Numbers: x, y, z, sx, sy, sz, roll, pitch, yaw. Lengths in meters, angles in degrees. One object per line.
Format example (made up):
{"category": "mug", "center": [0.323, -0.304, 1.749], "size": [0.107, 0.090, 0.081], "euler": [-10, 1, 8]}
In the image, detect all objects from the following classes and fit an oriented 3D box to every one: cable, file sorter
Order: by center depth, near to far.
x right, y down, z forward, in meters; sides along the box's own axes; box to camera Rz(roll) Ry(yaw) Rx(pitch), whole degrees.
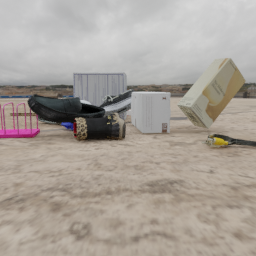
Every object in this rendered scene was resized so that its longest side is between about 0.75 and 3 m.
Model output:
{"category": "cable", "center": [2.738, 0.438, 7.507], "size": [1.520, 0.382, 0.738], "euler": [12, -9, -1]}
{"category": "file sorter", "center": [-3.946, -0.296, 9.311], "size": [1.740, 1.092, 1.210], "euler": [-1, 8, -8]}

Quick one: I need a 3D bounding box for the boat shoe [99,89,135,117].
{"category": "boat shoe", "center": [-0.716, -1.081, 12.764], "size": [2.626, 0.897, 0.970], "euler": [-26, -20, -13]}

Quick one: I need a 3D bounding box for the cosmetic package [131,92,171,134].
{"category": "cosmetic package", "center": [0.798, -0.689, 10.902], "size": [1.065, 1.462, 2.876], "euler": [-1, 7, -5]}

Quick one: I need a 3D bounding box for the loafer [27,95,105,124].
{"category": "loafer", "center": [-1.970, -0.663, 9.426], "size": [2.802, 0.984, 0.951], "euler": [16, 31, -44]}

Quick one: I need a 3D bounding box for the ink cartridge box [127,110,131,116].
{"category": "ink cartridge box", "center": [-0.133, -0.915, 16.569], "size": [0.555, 0.313, 0.757], "euler": [-4, 9, -25]}

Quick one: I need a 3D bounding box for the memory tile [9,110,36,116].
{"category": "memory tile", "center": [-5.533, -0.904, 16.881], "size": [2.598, 0.218, 1.992], "euler": [0, 8, 2]}

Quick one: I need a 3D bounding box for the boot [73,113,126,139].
{"category": "boot", "center": [-0.996, -0.063, 9.097], "size": [1.525, 0.741, 2.025], "euler": [-1, 14, -16]}

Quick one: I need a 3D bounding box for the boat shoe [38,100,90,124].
{"category": "boat shoe", "center": [-2.774, -0.520, 12.042], "size": [2.848, 1.027, 1.010], "euler": [-8, 11, 33]}

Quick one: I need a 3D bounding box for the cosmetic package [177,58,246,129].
{"category": "cosmetic package", "center": [3.062, -1.279, 10.229], "size": [1.258, 2.392, 0.850], "euler": [43, -9, -25]}

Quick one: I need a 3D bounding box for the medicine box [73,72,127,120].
{"category": "medicine box", "center": [-1.379, -1.612, 14.180], "size": [2.584, 2.354, 1.330], "euler": [0, 8, 3]}

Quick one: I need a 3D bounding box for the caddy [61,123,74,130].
{"category": "caddy", "center": [-2.159, -0.126, 10.606], "size": [0.811, 0.426, 0.573], "euler": [6, -13, 44]}
